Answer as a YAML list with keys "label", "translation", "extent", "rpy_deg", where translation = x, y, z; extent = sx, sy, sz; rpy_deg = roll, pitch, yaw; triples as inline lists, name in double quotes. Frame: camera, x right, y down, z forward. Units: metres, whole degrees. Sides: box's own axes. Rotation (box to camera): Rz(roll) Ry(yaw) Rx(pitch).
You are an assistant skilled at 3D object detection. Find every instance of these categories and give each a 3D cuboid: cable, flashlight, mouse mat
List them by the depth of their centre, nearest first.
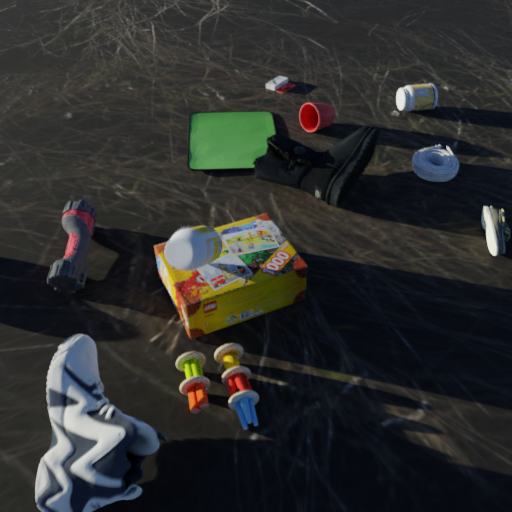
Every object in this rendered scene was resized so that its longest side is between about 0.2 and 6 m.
- label: "flashlight"
  translation: [-3.838, -0.225, 11.647]
  extent: [0.749, 0.751, 2.211]
  rpy_deg: [-27, 39, 23]
- label: "cable"
  translation: [4.523, -2.319, 14.184]
  extent: [1.159, 0.401, 1.158]
  rpy_deg: [-8, 44, -8]
- label: "mouse mat"
  translation: [-0.634, -3.210, 15.375]
  extent: [2.513, 0.118, 3.123]
  rpy_deg: [-2, 43, -3]

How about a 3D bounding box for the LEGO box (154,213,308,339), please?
- label: "LEGO box"
  translation: [-0.496, 0.323, 10.854]
  extent: [2.432, 0.939, 1.811]
  rpy_deg: [-18, 45, -19]

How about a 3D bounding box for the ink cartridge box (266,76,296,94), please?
- label: "ink cartridge box"
  translation: [0.795, -5.448, 17.803]
  extent: [0.668, 0.169, 0.758]
  rpy_deg: [26, 49, 27]

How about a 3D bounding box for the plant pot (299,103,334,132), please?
- label: "plant pot"
  translation: [1.748, -3.919, 15.723]
  extent: [0.728, 0.823, 0.823]
  rpy_deg: [-18, 44, -34]

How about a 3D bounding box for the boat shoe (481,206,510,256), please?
- label: "boat shoe"
  translation: [5.235, -0.562, 12.125]
  extent: [0.465, 0.557, 1.557]
  rpy_deg: [2, 38, 10]

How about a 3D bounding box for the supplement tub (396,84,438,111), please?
- label: "supplement tub"
  translation: [4.734, -4.657, 16.501]
  extent: [1.019, 0.741, 0.741]
  rpy_deg: [-7, 43, -7]

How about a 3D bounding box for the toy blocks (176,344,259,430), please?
- label: "toy blocks"
  translation: [-0.610, 2.205, 9.102]
  extent: [1.202, 0.524, 1.442]
  rpy_deg: [-11, 45, -11]

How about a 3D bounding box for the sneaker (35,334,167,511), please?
- label: "sneaker"
  translation: [-2.115, 2.337, 8.161]
  extent: [1.701, 1.043, 2.613]
  rpy_deg: [-7, 52, 6]

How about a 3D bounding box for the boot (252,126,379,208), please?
- label: "boot"
  translation: [1.496, -2.576, 13.818]
  extent: [2.372, 1.078, 2.823]
  rpy_deg: [25, 57, 18]

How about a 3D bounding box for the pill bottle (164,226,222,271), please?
- label: "pill bottle"
  translation: [-1.098, -0.132, 9.728]
  extent: [0.709, 0.709, 1.266]
  rpy_deg: [13, 10, 14]
